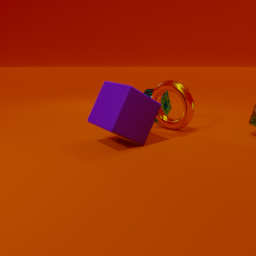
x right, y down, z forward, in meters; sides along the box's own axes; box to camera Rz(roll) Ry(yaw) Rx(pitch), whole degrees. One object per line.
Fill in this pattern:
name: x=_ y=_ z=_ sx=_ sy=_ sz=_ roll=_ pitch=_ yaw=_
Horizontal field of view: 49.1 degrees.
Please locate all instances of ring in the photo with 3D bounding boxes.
ring: x=1.227 y=-0.634 z=7.864 sx=1.413 sy=1.413 sz=0.283 roll=13 pitch=27 yaw=43

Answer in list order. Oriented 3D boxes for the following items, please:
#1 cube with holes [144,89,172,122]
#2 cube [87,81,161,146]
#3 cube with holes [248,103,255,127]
cube with holes: x=0.869 y=-0.747 z=9.070 sx=0.762 sy=0.762 sz=0.762 roll=5 pitch=41 yaw=31
cube: x=-0.093 y=-0.353 z=6.568 sx=1.069 sy=1.069 sz=1.069 roll=25 pitch=-2 yaw=-39
cube with holes: x=3.849 y=-0.334 z=7.084 sx=0.917 sy=0.917 sz=0.917 roll=12 pitch=13 yaw=-14
